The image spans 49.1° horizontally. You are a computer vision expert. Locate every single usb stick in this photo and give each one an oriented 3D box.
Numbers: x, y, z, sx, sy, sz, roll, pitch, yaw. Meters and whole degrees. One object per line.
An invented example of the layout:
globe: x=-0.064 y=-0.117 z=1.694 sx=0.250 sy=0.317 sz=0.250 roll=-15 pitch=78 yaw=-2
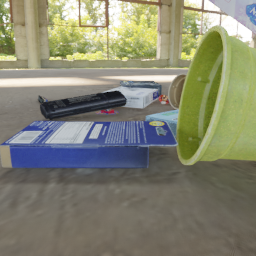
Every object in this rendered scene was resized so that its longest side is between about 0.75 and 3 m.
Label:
usb stick: x=-1.275 y=-0.725 z=8.576 sx=2.703 sy=0.441 sz=0.749 roll=-14 pitch=40 yaw=-32

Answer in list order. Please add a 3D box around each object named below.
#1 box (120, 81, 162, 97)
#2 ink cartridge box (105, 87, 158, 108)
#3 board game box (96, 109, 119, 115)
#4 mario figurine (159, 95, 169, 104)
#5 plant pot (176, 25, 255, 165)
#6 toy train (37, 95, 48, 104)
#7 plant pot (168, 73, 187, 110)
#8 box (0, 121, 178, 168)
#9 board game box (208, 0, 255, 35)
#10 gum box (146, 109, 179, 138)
box: x=0.538 y=-1.900 z=13.374 sx=1.760 sy=0.569 sz=2.232 roll=0 pitch=15 yaw=-6
ink cartridge box: x=-0.231 y=-1.261 z=11.006 sx=2.438 sy=0.495 sz=2.434 roll=4 pitch=15 yaw=17
board game box: x=-0.661 y=-0.557 z=8.938 sx=0.750 sy=0.146 sz=0.593 roll=0 pitch=14 yaw=1
mario figurine: x=1.544 y=-1.118 z=10.579 sx=0.831 sy=0.441 sz=0.513 roll=9 pitch=16 yaw=27
plant pot: x=2.094 y=-0.325 z=4.564 sx=2.063 sy=2.244 sz=2.244 roll=10 pitch=14 yaw=-2
toy train: x=-3.370 y=-1.114 z=11.056 sx=0.291 sy=0.216 sz=1.269 roll=7 pitch=9 yaw=-24
plant pot: x=2.215 y=-1.175 z=9.666 sx=1.122 sy=1.226 sz=1.226 roll=5 pitch=9 yaw=-34
box: x=-0.590 y=0.240 z=5.125 sx=2.788 sy=0.452 sz=1.689 roll=-1 pitch=14 yaw=1
board game box: x=1.604 y=-2.759 z=4.332 sx=2.431 sy=0.501 sz=2.437 roll=32 pitch=56 yaw=-8
gum box: x=1.559 y=-0.094 z=6.580 sx=1.500 sy=0.393 sz=1.766 roll=-12 pitch=19 yaw=-40
